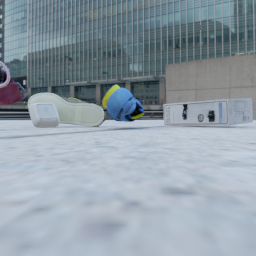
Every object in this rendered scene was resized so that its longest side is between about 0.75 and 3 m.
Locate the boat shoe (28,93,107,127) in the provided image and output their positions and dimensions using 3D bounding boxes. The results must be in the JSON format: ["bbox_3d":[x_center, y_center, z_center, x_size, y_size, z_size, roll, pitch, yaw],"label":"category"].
[{"bbox_3d":[-1.944,-0.543,9.058,2.560,0.915,0.765,11,1,9],"label":"boat shoe"}]

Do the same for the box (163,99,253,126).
[{"bbox_3d":[2.632,-0.517,9.520,1.518,0.783,2.603,-6,4,-38],"label":"box"}]

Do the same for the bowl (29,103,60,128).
[{"bbox_3d":[-2.426,-0.424,8.237,0.821,0.819,0.306,-4,-32,-36],"label":"bowl"}]

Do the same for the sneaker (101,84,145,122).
[{"bbox_3d":[-0.005,-0.428,7.613,0.931,0.782,2.373,37,-2,11],"label":"sneaker"}]

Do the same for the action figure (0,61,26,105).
[{"bbox_3d":[-3.187,-0.632,6.416,1.572,1.053,1.170,-38,2,-13],"label":"action figure"}]
